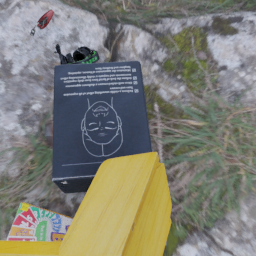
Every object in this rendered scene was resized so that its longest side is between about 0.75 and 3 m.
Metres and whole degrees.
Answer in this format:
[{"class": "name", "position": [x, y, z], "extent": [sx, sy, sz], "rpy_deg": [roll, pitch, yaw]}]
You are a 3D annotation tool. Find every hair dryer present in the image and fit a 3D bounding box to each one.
[{"class": "hair dryer", "position": [-2.433, -3.153, 8.290], "extent": [0.808, 0.288, 1.061], "rpy_deg": [-19, 44, 35]}]

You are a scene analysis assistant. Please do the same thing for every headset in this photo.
[{"class": "headset", "position": [-1.539, -2.039, 7.969], "extent": [1.034, 0.787, 1.675], "rpy_deg": [-34, 30, -29]}]

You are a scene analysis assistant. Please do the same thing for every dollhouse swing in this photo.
[{"class": "dollhouse swing", "position": [-0.733, 2.098, 5.856], "extent": [2.591, 2.948, 2.679], "rpy_deg": [8, 51, 23]}]

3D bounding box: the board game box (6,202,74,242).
[{"class": "board game box", "position": [-1.751, 2.758, 6.994], "extent": [2.366, 0.355, 1.130], "rpy_deg": [16, 76, 2]}]

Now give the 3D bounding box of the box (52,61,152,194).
[{"class": "box", "position": [-0.649, -0.013, 7.029], "extent": [2.171, 1.566, 2.925], "rpy_deg": [-3, 66, -4]}]
